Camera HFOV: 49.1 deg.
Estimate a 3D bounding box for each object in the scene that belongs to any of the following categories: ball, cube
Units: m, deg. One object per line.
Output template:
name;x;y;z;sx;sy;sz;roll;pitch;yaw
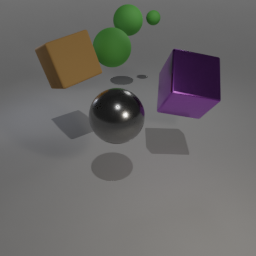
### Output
ball;-0.278;-0.297;7.013;1.400;1.400;1.400;0;29;0
ball;0.002;-5.087;13.237;1.400;1.400;1.400;0;29;0
cube;-1.914;-2.156;8.980;1.400;1.400;1.400;-29;21;-24
ball;1.243;-5.412;13.754;0.700;0.700;0.700;0;29;0
ball;-0.582;-2.925;10.209;1.400;1.400;1.400;0;29;0
cube;1.732;-1.234;8.181;1.400;1.400;1.400;9;70;-8
